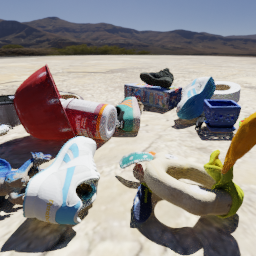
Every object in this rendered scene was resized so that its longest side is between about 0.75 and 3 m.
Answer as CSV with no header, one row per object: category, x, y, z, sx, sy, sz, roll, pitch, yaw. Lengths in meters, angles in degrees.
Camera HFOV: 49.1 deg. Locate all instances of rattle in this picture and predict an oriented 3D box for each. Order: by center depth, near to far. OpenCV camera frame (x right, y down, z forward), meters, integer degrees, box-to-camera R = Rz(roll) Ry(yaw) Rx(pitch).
rattle,1.048,0.355,5.761,1.907,2.093,2.929,-11,23,-21

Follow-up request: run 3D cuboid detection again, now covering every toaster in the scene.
toaster,-4.674,-0.721,10.702,1.480,0.972,1.637,-10,21,-27

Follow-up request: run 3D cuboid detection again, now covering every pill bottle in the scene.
pill bottle,-1.494,-0.338,9.039,2.070,1.134,1.134,10,21,16

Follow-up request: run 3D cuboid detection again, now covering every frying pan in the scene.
frying pan,3.146,-0.516,11.003,1.525,0.410,2.521,-4,28,1

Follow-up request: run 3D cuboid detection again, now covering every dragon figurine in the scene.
dragon figurine,-2.703,1.083,5.654,2.402,0.707,1.194,-9,20,-22

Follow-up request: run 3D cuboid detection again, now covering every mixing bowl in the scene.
mixing bowl,-2.662,-0.608,8.680,1.336,2.468,2.468,-21,23,-10

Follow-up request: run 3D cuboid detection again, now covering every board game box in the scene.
board game box,1.369,-1.774,14.039,2.831,0.874,2.832,12,22,30

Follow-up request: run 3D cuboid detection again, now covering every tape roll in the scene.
tape roll,4.501,-1.692,13.670,1.856,0.649,1.856,-5,28,3

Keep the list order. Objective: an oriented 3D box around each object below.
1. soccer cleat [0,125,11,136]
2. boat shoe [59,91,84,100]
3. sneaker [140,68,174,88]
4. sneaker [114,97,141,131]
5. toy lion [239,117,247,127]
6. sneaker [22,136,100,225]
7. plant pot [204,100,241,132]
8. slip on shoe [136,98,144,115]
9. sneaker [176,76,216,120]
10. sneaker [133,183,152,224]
soccer cleat,-4.205,0.072,9.375,0.367,0.297,0.851,0,18,-1
boat shoe,-3.185,-1.237,12.522,2.550,0.917,0.826,4,8,16
sneaker,1.396,-2.411,13.096,1.630,0.623,0.933,13,48,22
sneaker,-0.181,-0.609,10.440,1.027,0.917,2.569,2,19,-7
toy lion,4.853,0.051,8.946,2.261,0.810,2.358,-9,19,-5
sneaker,-1.047,1.010,5.713,1.046,0.991,2.591,13,25,6
plant pot,3.232,-0.415,9.789,1.070,0.962,1.070,1,18,2
slip on shoe,0.343,-1.049,12.343,0.703,0.560,1.849,1,18,4
sneaker,2.532,-1.141,11.062,0.983,0.931,2.434,3,39,47
sneaker,0.255,1.448,5.252,0.321,0.358,0.869,27,37,-6
